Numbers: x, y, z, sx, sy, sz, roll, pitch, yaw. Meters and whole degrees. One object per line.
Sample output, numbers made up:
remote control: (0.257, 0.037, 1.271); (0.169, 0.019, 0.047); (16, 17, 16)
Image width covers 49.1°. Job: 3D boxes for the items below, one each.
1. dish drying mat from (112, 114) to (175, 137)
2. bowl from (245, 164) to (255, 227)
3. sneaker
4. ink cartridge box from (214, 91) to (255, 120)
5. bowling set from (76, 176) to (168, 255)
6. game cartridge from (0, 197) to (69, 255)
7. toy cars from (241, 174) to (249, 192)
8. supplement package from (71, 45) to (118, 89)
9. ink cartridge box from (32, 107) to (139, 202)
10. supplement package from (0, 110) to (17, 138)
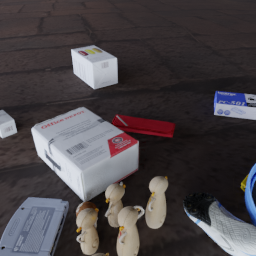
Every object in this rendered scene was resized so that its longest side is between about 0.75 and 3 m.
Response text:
dish drying mat: (0.539, -0.102, 10.094); (2.250, 0.205, 0.864); (8, 34, 12)
bowl: (4.059, 1.792, 6.364); (2.795, 0.549, 2.795); (3, 49, -3)
sneaker: (2.066, 2.204, 6.255); (0.844, 0.851, 2.348); (-27, 27, -18)
ink cartridge box: (4.673, -0.848, 10.900); (2.494, 0.551, 1.173); (8, 33, 12)
bowling set: (-0.503, 1.927, 5.914); (1.895, 1.462, 2.723); (20, 38, 26)
game cartridge: (-2.143, 2.345, 6.331); (1.191, 0.362, 1.787); (6, 34, 3)
toy cars: (3.970, 1.757, 7.080); (2.273, 0.503, 1.019); (5, 47, 0)
supplement package: (-1.634, -2.976, 13.438); (1.317, 1.268, 2.315); (-20, 38, -27)
ink cartridge box: (-1.278, 0.593, 8.214); (1.930, 1.120, 2.675); (-26, 42, -33)
supplement package: (-4.418, -0.157, 9.865); (0.553, 0.555, 0.946); (-28, 43, -35)
